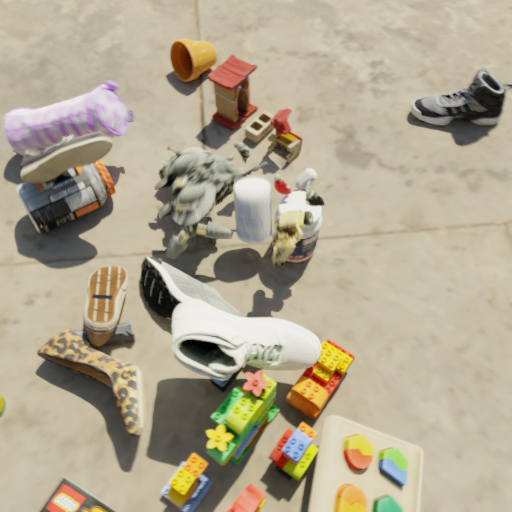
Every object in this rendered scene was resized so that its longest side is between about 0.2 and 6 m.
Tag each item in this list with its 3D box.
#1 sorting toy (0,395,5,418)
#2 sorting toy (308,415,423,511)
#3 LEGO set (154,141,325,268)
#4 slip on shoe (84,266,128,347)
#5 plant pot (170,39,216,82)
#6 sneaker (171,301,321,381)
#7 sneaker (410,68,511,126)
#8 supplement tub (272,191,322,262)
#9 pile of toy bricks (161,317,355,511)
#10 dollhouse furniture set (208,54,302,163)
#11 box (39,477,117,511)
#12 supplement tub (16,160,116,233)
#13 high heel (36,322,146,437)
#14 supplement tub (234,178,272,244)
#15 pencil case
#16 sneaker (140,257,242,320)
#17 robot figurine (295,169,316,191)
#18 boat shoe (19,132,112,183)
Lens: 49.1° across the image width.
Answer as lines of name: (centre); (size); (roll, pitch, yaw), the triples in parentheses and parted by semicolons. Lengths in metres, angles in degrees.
sorting toy: (-4.943, 3.482, 8.106); (1.600, 0.561, 3.318); (3, 59, 2)
sorting toy: (1.658, 3.280, 8.101); (1.674, 0.305, 1.549); (22, 59, -11)
LEGO set: (-0.685, -1.172, 9.871); (3.808, 1.079, 2.473); (3, 66, 34)
slip on shoe: (-2.589, 0.813, 9.649); (0.680, 0.542, 1.788); (5, 32, -12)
plant pot: (-1.405, -4.585, 12.975); (0.825, 0.901, 0.901); (-28, 61, -35)
sneaker: (-0.112, 1.424, 8.111); (2.358, 0.869, 1.363); (13, 15, -8)
sneaker: (4.415, -3.442, 12.036); (2.008, 1.142, 0.758); (4, 58, 2)
supplement tub: (0.739, -0.514, 10.180); (0.846, 1.205, 0.846); (1, 58, -2)
pile of toy bricks: (-0.058, 2.292, 8.086); (2.054, 1.828, 3.702); (31, 63, 17)
dollhouse furniture set: (0.100, -3.118, 11.815); (2.225, 1.197, 0.905); (33, 63, 18)
box: (-1.994, 4.592, 7.404); (2.888, 0.576, 1.977); (25, 62, 15)
supplement tub: (-3.613, -1.204, 10.738); (1.639, 1.004, 1.004); (-29, 63, -17)
high heel: (-2.599, 2.022, 8.800); (1.587, 0.795, 2.226); (-10, 42, -14)
supplement tub: (-0.053, -0.786, 9.894); (0.661, 1.001, 0.661); (-3, 34, 2)
pencil case: (-3.754, -2.666, 11.053); (2.482, 1.042, 1.061); (-9, 89, 20)
sneaker: (-1.202, 0.737, 9.771); (2.230, 0.824, 0.884); (36, 37, 25)
robot figurine: (0.996, -1.532, 11.161); (0.286, 0.429, 0.506); (42, 104, -12)
boat shoe: (-3.351, -1.846, 9.740); (1.904, 0.692, 0.597); (-17, 72, 22)
